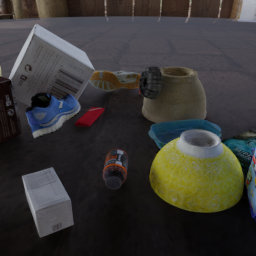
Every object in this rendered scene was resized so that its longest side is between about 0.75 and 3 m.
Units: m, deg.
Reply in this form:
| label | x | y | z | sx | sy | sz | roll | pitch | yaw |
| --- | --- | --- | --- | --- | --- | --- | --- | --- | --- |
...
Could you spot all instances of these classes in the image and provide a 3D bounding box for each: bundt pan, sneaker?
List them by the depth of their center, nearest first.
| label | x | y | z | sx | sy | sz | roll | pitch | yaw |
| --- | --- | --- | --- | --- | --- | --- | --- | --- | --- |
| sneaker | -2.234 | -0.659 | 8.459 | 0.969 | 1.100 | 2.467 | -18 | 17 | 17 |
| bundt pan | 0.734 | -1.599 | 9.879 | 0.457 | 1.218 | 1.218 | 1 | 26 | -20 |
| sneaker | -0.639 | -2.310 | 13.650 | 2.567 | 0.971 | 1.125 | 1 | 16 | -14 |

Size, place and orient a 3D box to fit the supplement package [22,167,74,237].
| label | x | y | z | sx | sy | sz | roll | pitch | yaw |
| --- | --- | --- | --- | --- | --- | --- | --- | --- | --- |
| supplement package | -1.764 | 1.558 | 6.106 | 0.741 | 0.713 | 1.302 | -14 | 30 | -25 |

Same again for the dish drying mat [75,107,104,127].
| label | x | y | z | sx | sy | sz | roll | pitch | yaw |
| --- | --- | --- | --- | --- | --- | --- | --- | --- | --- |
| dish drying mat | -1.432 | -0.452 | 10.671 | 0.591 | 0.140 | 1.540 | 9 | 28 | 15 |

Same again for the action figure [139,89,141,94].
| label | x | y | z | sx | sy | sz | roll | pitch | yaw |
| --- | --- | --- | --- | --- | --- | --- | --- | --- | --- |
| action figure | 1.161 | -1.576 | 12.686 | 1.433 | 0.370 | 0.469 | 24 | 30 | 35 |

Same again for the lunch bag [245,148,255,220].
| label | x | y | z | sx | sy | sz | roll | pitch | yaw |
| --- | --- | --- | --- | --- | --- | --- | --- | --- | --- |
| lunch bag | 3.178 | 1.091 | 5.576 | 1.263 | 2.021 | 2.685 | 0 | 27 | 0 |

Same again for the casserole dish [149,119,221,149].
| label | x | y | z | sx | sy | sz | roll | pitch | yaw |
| --- | --- | --- | --- | --- | --- | --- | --- | --- | --- |
| casserole dish | 1.797 | 0.259 | 8.910 | 2.335 | 0.453 | 1.414 | -6 | 29 | -11 |

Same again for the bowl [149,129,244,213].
| label | x | y | z | sx | sy | sz | roll | pitch | yaw |
| --- | --- | --- | --- | --- | --- | --- | --- | --- | --- |
| bowl | 1.737 | 0.799 | 6.996 | 2.371 | 1.276 | 2.371 | 0 | 26 | 0 |

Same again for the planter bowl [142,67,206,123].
| label | x | y | z | sx | sy | sz | roll | pitch | yaw |
| --- | --- | --- | --- | --- | --- | --- | --- | --- | --- |
| planter bowl | 1.828 | -1.378 | 10.788 | 2.524 | 1.699 | 2.524 | 1 | 27 | 0 |

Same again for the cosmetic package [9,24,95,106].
| label | x | y | z | sx | sy | sz | roll | pitch | yaw |
| --- | --- | --- | --- | --- | --- | --- | --- | --- | --- |
| cosmetic package | -3.010 | -2.201 | 10.758 | 2.350 | 2.348 | 2.849 | 27 | 15 | -27 |

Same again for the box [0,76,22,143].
| label | x | y | z | sx | sy | sz | roll | pitch | yaw |
| --- | --- | --- | --- | --- | --- | --- | --- | --- | --- |
| box | -5.066 | -0.624 | 8.987 | 2.387 | 1.980 | 1.960 | 19 | 33 | 32 |

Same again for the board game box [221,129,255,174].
| label | x | y | z | sx | sy | sz | roll | pitch | yaw |
| --- | --- | --- | --- | --- | --- | --- | --- | --- | --- |
| board game box | 4.023 | 0.921 | 7.715 | 1.878 | 0.391 | 2.777 | -17 | 32 | -29 |

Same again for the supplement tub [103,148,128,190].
| label | x | y | z | sx | sy | sz | roll | pitch | yaw |
| --- | --- | --- | --- | --- | --- | --- | --- | --- | --- |
| supplement tub | -0.317 | 1.057 | 7.208 | 0.616 | 0.616 | 1.152 | 1 | 27 | 2 |
